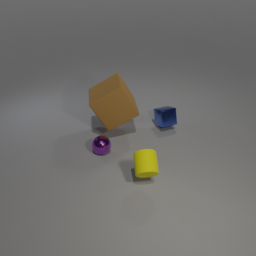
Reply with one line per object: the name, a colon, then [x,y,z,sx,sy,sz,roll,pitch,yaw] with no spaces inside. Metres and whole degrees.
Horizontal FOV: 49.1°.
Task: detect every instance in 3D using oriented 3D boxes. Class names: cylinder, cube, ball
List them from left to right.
ball: [-0.964,0.616,10.175,0.700,0.700,0.700,0,31,0]
cube: [-0.568,-1.024,10.869,1.400,1.400,1.400,-28,33,10]
cylinder: [0.538,1.075,8.470,0.700,0.700,0.700,-3,67,-5]
cube: [1.558,-0.484,11.694,0.700,0.700,0.700,-12,16,-18]
